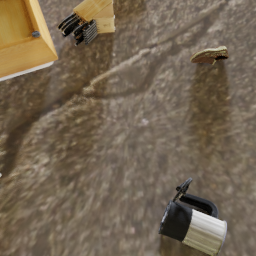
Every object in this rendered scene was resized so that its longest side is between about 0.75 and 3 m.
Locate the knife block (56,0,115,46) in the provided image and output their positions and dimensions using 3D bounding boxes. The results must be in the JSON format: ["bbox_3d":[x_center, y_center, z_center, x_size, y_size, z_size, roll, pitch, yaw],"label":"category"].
[{"bbox_3d":[-1.398,-3.776,9.366,1.890,0.689,2.153,-3,66,-3],"label":"knife block"}]

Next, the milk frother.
[{"bbox_3d":[1.547,1.964,6.279,1.350,1.435,1.295,20,62,9],"label":"milk frother"}]

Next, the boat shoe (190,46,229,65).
[{"bbox_3d":[2.589,-2.213,8.777,1.277,0.472,0.472,-18,72,-8],"label":"boat shoe"}]

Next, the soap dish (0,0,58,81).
[{"bbox_3d":[-3.709,-3.028,8.750,2.295,1.185,2.917,-20,66,-9],"label":"soap dish"}]
